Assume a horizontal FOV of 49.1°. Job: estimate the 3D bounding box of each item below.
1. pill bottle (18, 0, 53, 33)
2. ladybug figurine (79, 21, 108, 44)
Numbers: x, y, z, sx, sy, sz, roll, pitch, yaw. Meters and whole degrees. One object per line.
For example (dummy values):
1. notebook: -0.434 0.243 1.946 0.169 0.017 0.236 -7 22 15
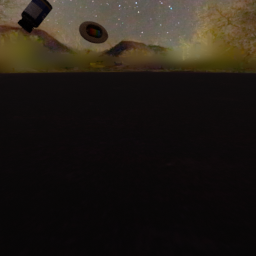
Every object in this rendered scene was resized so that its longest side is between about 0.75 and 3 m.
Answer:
1. pill bottle: -2.884 -3.499 8.634 0.605 1.082 0.605 37 -2 1
2. ladybug figurine: -1.308 -3.554 10.550 1.187 0.805 0.427 11 -11 -28
